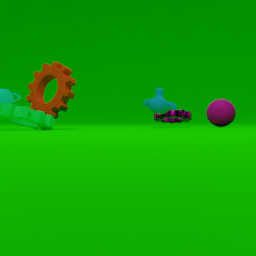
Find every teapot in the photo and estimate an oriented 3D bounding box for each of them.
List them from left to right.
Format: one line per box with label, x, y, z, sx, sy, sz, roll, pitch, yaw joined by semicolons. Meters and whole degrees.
teapot;-2.908;-0.530;6.387;0.663;0.522;1.067;-40;3;45

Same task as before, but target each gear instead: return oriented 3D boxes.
gear;-1.955;-0.201;5.247;1.111;0.206;1.111;10;-11;2
gear;-1.598;-0.767;5.766;1.169;1.169;0.216;1;-11;31
gear;1.647;-0.415;10.339;1.350;0.250;1.350;1;-11;0

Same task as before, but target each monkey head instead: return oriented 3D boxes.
monkey head;0.910;-0.773;8.136;1.004;0.722;0.605;7;15;-8

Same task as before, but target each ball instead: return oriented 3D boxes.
ball;2.948;-0.472;8.892;0.888;0.888;0.888;0;1;0
